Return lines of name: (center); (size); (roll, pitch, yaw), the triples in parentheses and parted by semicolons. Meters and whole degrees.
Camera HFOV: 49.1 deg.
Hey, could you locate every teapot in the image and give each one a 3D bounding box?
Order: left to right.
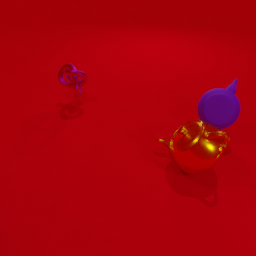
teapot: (1.469, 0.359, 6.473); (2.084, 1.021, 1.296); (-14, 40, 54)
teapot: (2.409, -0.562, 7.379); (1.059, 1.704, 0.834); (33, 15, 8)

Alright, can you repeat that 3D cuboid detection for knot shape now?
knot shape: (-1.656, -1.511, 8.651); (0.529, 1.144, 1.070); (-39, 8, -31)
